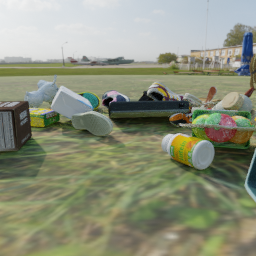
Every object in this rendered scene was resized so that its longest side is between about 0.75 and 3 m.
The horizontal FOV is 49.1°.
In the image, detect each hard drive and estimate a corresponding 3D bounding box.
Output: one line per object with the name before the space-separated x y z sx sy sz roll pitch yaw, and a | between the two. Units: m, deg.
hard drive | 0.700 -0.739 11.110 2.907 0.478 2.028 -1 -2 -6

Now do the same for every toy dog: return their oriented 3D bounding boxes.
toy dog | 3.656 -0.963 10.590 2.800 1.348 1.846 21 -19 42

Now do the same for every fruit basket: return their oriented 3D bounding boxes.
fruit basket | 2.486 -0.077 7.339 2.172 1.099 2.345 3 -7 15

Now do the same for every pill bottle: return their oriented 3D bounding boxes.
pill bottle | 1.351 0.496 6.564 0.657 0.657 1.183 -9 15 -33

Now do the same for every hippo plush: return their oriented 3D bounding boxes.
hippo plush | -4.164 -1.426 13.879 2.024 1.612 1.627 2 38 50

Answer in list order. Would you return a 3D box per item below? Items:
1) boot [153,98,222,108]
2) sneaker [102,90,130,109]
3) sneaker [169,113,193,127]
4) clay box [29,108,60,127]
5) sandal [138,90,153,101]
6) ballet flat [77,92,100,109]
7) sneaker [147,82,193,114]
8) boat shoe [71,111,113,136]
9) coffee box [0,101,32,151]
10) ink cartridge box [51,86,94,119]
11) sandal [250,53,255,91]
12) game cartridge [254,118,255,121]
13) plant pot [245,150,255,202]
boot | 2.802 -1.151 13.091 2.290 0.865 2.615 -13 19 -43
sneaker | -0.909 -1.377 13.826 1.088 0.930 2.652 -3 12 -28
sneaker | 1.950 -0.303 10.462 1.383 0.524 0.636 -2 4 -40
clay box | -3.896 -0.447 10.803 2.164 0.515 1.243 4 13 13
sandal | 0.814 -1.407 13.432 0.663 1.042 2.771 35 24 11
ballet flat | -2.165 -1.428 14.403 2.549 0.852 0.854 8 7 37
sneaker | 1.904 -1.147 12.455 2.306 0.864 1.039 28 41 7
boat shoe | -1.117 -0.218 9.344 0.663 0.795 2.131 -17 16 -37
coffee box | -4.395 -0.073 7.812 2.943 1.173 1.683 -2 13 -7
ink cartridge box | -2.251 -0.951 11.195 1.370 0.789 2.366 29 5 -17
sandal | 5.357 -2.368 11.372 0.502 1.858 0.746 11 -13 -10
game cartridge | 3.924 0.266 6.745 1.436 0.233 1.266 31 7 -17
plant pot | 2.972 0.661 4.152 1.611 1.577 1.582 11 14 2
